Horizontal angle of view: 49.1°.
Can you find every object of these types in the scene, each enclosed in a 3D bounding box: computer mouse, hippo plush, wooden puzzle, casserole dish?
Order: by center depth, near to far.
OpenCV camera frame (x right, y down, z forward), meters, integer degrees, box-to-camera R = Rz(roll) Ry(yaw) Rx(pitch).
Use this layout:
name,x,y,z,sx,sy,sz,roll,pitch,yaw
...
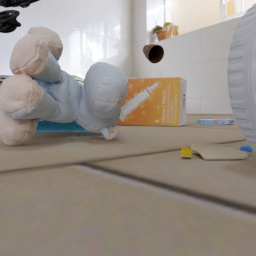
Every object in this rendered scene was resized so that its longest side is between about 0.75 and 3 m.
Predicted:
name,x,y,z,sx,sy,sz,roll,pitch,yaw
wooden puzzle,1.158,0.324,3.662,0.987,0.115,0.666,0,8,5
hippo plush,-1.100,-0.373,5.227,2.051,2.032,2.551,17,-42,-11
computer mouse,-2.342,-2.765,5.745,2.051,2.922,0.673,5,-31,24
casserole dish,-1.547,-0.464,6.887,2.621,0.509,1.588,-1,-29,-10

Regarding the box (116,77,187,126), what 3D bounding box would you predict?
name,x,y,z,sx,sy,sz,roll,pitch,yaw
box,0.732,-0.992,10.750,2.831,1.761,1.380,1,4,21

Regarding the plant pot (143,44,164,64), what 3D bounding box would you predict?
name,x,y,z,sx,sy,sz,roll,pitch,yaw
plant pot,0.955,-3.140,11.546,0.759,0.759,0.812,-2,29,-28

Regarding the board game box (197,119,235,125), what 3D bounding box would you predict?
name,x,y,z,sx,sy,sz,roll,pitch,yaw
board game box,3.531,-0.251,11.341,1.185,0.217,0.896,-1,4,-13

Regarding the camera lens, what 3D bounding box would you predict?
name,x,y,z,sx,sy,sz,roll,pitch,yaw
camera lens,2.347,-0.520,2.228,1.933,1.933,2.416,-3,5,-33

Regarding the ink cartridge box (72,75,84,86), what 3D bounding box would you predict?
name,x,y,z,sx,sy,sz,roll,pitch,yaw
ink cartridge box,-2.236,-1.091,10.127,2.142,1.237,2.944,-3,23,-37

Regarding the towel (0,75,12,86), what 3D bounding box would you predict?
name,x,y,z,sx,sy,sz,roll,pitch,yaw
towel,-3.189,-0.536,7.077,1.939,0.306,2.693,-3,-20,-31
